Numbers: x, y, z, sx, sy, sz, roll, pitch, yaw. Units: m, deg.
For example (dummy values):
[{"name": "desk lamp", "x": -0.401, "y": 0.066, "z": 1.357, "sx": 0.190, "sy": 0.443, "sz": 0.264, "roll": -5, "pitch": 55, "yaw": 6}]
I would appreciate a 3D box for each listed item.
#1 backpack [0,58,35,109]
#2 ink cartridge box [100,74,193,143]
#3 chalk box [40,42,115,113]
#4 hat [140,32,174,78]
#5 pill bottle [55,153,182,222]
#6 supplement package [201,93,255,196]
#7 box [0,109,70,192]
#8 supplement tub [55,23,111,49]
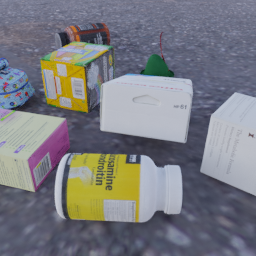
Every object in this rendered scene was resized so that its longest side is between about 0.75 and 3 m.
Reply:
[{"name": "backpack", "x": -4.283, "y": -1.449, "z": 9.216, "sx": 2.119, "sy": 1.426, "sz": 1.935, "roll": 8, "pitch": 32, "yaw": 9}, {"name": "ink cartridge box", "x": 0.625, "y": -0.684, "z": 7.486, "sx": 2.049, "sy": 1.200, "sz": 2.835, "roll": 8, "pitch": 16, "yaw": 10}, {"name": "chalk box", "x": -1.497, "y": -1.947, "z": 9.759, "sx": 1.667, "sy": 1.676, "sz": 2.693, "roll": 12, "pitch": 33, "yaw": 17}, {"name": "hat", "x": 1.182, "y": -2.911, "z": 11.425, "sx": 1.407, "sy": 1.495, "sz": 1.699, "roll": -13, "pitch": 35, "yaw": -19}, {"name": "pill bottle", "x": -0.150, "y": 1.120, "z": 5.306, "sx": 2.210, "sy": 1.238, "sz": 1.238, "roll": 1, "pitch": 32, "yaw": 2}, {"name": "supplement package", "x": 3.233, "y": 0.523, "z": 5.906, "sx": 2.793, "sy": 1.589, "sz": 1.530, "roll": 21, "pitch": 37, "yaw": 30}, {"name": "box", "x": -2.672, "y": 0.435, "z": 6.666, "sx": 1.944, "sy": 0.940, "sz": 1.710, "roll": 9, "pitch": 33, "yaw": 13}, {"name": "supplement tub", "x": -2.251, "y": -4.427, "z": 13.936, "sx": 2.555, "sy": 1.366, "sz": 1.366, "roll": -17, "pitch": 36, "yaw": -26}]
